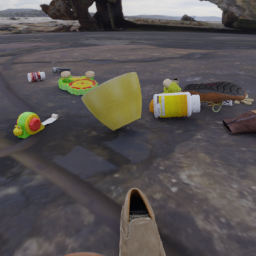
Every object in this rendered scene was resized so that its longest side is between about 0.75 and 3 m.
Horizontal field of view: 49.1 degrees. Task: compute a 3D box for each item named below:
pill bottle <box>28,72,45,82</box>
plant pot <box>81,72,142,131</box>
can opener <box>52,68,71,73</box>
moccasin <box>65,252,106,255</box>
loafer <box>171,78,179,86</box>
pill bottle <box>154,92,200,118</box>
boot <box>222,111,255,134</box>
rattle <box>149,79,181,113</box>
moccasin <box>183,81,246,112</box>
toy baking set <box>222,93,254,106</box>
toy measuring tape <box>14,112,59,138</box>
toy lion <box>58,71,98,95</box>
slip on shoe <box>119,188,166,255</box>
[{"bbox_3d":[-5.919,-3.332,18.133,0.990,0.565,0.565,-16,29,-30],"label":"pill bottle"},{"bbox_3d":[-0.387,-0.896,10.967,2.360,1.675,2.360,-26,0,0],"label":"plant pot"},{"bbox_3d":[-4.846,-4.232,20.365,1.388,0.370,0.464,-1,25,-5],"label":"can opener"},{"bbox_3d":[-0.281,2.774,4.542,2.288,0.837,0.883,22,22,22],"label":"moccasin"},{"bbox_3d":[2.597,-2.458,16.190,0.660,0.585,1.735,5,25,12],"label":"loafer"},{"bbox_3d":[2.107,-1.004,12.194,1.939,1.059,1.059,-3,24,9],"label":"pill bottle"},{"bbox_3d":[4.916,0.043,10.819,1.851,0.805,2.225,-14,27,-1],"label":"boot"},{"bbox_3d":[1.910,-1.426,14.086,1.643,1.803,2.524,32,7,-13],"label":"rattle"},{"bbox_3d":[4.006,-1.473,13.178,3.018,1.165,1.104,2,36,39],"label":"moccasin"},{"bbox_3d":[5.281,-1.635,14.711,2.683,0.312,2.059,-5,25,-11],"label":"toy baking set"},{"bbox_3d":[-3.672,-0.369,11.297,0.908,0.908,2.468,10,26,21],"label":"toy measuring tape"},{"bbox_3d":[-2.920,-2.552,16.378,2.399,0.824,2.300,1,32,4],"label":"toy lion"},{"bbox_3d":[0.274,2.193,5.792,0.912,0.727,2.399,-1,24,-1],"label":"slip on shoe"}]
